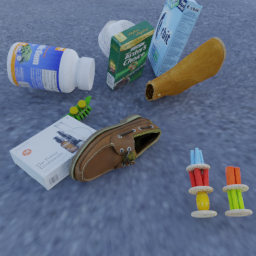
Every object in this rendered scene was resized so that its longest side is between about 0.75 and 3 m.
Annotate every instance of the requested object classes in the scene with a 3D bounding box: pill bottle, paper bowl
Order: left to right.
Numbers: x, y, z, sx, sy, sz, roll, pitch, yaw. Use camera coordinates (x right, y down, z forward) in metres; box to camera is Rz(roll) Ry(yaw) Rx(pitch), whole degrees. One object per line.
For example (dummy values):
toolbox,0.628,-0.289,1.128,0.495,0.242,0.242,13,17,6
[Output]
pill bottle,-2.636,-2.096,9.951,2.763,1.549,1.549,7,37,1
paper bowl,-0.099,-3.534,11.436,2.043,1.062,2.043,22,49,-28

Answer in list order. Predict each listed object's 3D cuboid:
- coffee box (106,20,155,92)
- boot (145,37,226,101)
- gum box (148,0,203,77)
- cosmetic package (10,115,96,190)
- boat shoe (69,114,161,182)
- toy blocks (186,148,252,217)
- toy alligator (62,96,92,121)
coffee box,0.015,-2.464,9.943,1.519,2.471,0.543,-32,71,-24
boot,1.709,-1.708,9.127,2.038,2.847,1.002,-23,79,-19
gum box,1.744,-3.915,11.508,0.668,3.000,2.549,13,34,-16
cosmetic package,-1.863,0.554,7.556,1.503,0.515,1.994,24,47,33
boat shoe,-0.199,0.495,7.256,0.980,1.037,2.882,25,45,29
toy blocks,1.950,1.149,6.173,1.255,0.547,1.506,-6,64,11
toy alligator,-1.680,-0.350,8.858,0.467,0.510,1.720,43,69,10
